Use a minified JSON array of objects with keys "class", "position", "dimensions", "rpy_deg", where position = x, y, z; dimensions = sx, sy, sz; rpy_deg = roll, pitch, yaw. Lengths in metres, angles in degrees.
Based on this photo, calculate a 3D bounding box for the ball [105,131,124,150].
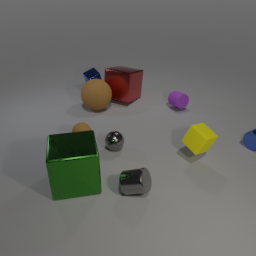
[{"class":"ball","position":[-0.481,0.453,10.003],"dimensions":[0.700,0.700,0.700],"rpy_deg":[0,30,0]}]

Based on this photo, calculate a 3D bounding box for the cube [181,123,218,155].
[{"class":"cube","position":[2.326,0.343,9.117],"dimensions":[0.700,0.700,0.700],"rpy_deg":[-10,47,-43]}]

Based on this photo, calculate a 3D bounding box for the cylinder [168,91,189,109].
[{"class":"cylinder","position":[2.309,-1.306,12.843],"dimensions":[0.700,0.700,0.700],"rpy_deg":[-15,25,-24]}]

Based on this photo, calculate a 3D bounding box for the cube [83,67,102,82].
[{"class":"cube","position":[-1.890,-2.681,15.058],"dimensions":[0.700,0.700,0.700],"rpy_deg":[-32,53,-15]}]

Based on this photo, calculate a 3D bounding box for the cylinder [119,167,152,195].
[{"class":"cylinder","position":[0.218,1.513,7.952],"dimensions":[0.700,0.700,0.700],"rpy_deg":[-13,23,26]}]

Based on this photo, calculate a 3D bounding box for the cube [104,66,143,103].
[{"class":"cube","position":[-0.221,-2.169,13.652],"dimensions":[1.400,1.400,1.400],"rpy_deg":[16,23,25]}]

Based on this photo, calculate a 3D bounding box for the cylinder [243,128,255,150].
[{"class":"cylinder","position":[4.671,0.376,10.129],"dimensions":[0.700,0.700,0.700],"rpy_deg":[-19,35,-30]}]

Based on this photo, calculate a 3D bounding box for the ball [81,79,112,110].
[{"class":"ball","position":[-1.438,-1.522,12.705],"dimensions":[1.400,1.400,1.400],"rpy_deg":[0,30,0]}]

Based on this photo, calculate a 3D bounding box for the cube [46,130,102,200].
[{"class":"cube","position":[-1.582,1.054,8.243],"dimensions":[1.400,1.400,1.400],"rpy_deg":[-6,30,-10]}]

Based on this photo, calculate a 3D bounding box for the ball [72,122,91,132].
[{"class":"ball","position":[-1.668,0.143,10.104],"dimensions":[0.700,0.700,0.700],"rpy_deg":[0,30,0]}]
